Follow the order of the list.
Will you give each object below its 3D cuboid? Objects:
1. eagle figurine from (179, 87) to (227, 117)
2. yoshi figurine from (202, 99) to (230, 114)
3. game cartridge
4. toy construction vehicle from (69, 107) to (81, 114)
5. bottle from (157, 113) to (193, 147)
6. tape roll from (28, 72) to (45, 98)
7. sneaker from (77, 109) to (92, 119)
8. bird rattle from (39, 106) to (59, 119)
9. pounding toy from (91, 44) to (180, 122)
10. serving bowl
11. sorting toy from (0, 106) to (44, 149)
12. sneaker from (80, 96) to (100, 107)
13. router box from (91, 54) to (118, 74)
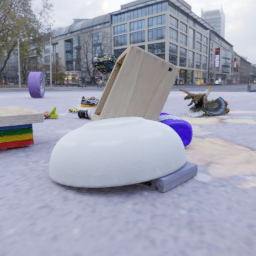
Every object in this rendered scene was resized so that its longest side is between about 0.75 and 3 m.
[{"bbox_3d":[4.264,-1.410,15.709,1.893,1.904,2.509,-35,-33,22],"label":"eagle figurine"},{"bbox_3d":[5.047,-1.222,16.272,1.664,0.932,0.935,-4,16,-3],"label":"yoshi figurine"},{"bbox_3d":[0.301,0.804,5.965,2.003,0.384,1.298,8,17,40],"label":"game cartridge"},{"bbox_3d":[-3.228,-1.081,17.113,0.710,0.287,0.816,8,12,38],"label":"toy construction vehicle"},{"bbox_3d":[1.263,-0.007,9.124,1.086,0.849,2.601,-3,10,-5],"label":"bottle"},{"bbox_3d":[-10.102,-4.769,31.084,1.214,2.856,2.856,0,10,-3],"label":"tape roll"},{"bbox_3d":[-2.228,-0.684,14.306,0.712,0.507,1.435,-3,5,-9],"label":"sneaker"},{"bbox_3d":[-4.166,-0.642,14.377,1.187,0.669,0.968,-16,2,-14],"label":"bird rattle"},{"bbox_3d":[0.377,-1.054,8.974,2.123,2.749,2.986,24,0,-12],"label":"pounding toy"},{"bbox_3d":[-0.246,0.317,6.028,2.919,0.960,2.919,-5,8,1],"label":"serving bowl"},{"bbox_3d":[-4.408,0.044,8.233,2.976,1.042,2.994,-8,12,-36],"label":"sorting toy"},{"bbox_3d":[-2.459,-1.955,20.709,2.124,0.820,0.831,-1,8,-18],"label":"sneaker"},{"bbox_3d":[-0.957,-3.017,13.288,1.262,0.392,0.945,2,-24,36],"label":"router box"}]
